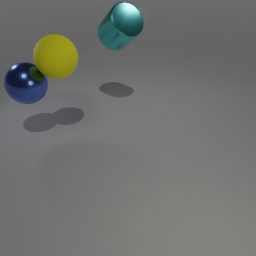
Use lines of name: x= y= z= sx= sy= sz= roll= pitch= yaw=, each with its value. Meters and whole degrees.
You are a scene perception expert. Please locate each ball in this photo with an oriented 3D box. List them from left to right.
ball: x=-3.432 y=-1.509 z=9.474 sx=1.400 sy=1.400 sz=1.400 roll=0 pitch=31 yaw=0
ball: x=-2.336 y=-2.304 z=9.102 sx=1.400 sy=1.400 sz=1.400 roll=0 pitch=31 yaw=0

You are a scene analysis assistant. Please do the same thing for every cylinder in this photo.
cylinder: x=-0.322 y=-3.984 z=11.117 sx=1.400 sy=1.400 sz=1.400 roll=-19 pitch=1 yaw=-29
